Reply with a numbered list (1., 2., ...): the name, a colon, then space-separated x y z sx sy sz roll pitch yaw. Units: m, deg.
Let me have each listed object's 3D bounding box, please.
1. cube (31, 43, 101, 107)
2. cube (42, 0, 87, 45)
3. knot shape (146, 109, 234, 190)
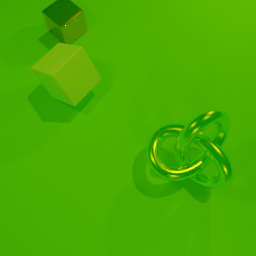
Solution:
1. cube: -1.560 -1.372 7.125 1.063 1.063 1.063 22 64 41
2. cube: -1.806 -3.078 8.094 0.844 0.844 0.844 42 75 14
3. knot shape: 1.563 0.401 6.235 2.022 0.934 1.892 27 111 -3
